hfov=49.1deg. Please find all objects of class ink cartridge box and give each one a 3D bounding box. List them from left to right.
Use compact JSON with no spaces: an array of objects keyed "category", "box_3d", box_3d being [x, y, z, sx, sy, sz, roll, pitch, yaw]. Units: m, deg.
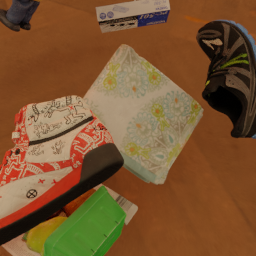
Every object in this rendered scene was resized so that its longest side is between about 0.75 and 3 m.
[{"category":"ink cartridge box","box_3d":[0.087,-1.928,4.785,1.190,0.560,0.263,-9,90,2]}]

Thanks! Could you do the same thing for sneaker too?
[{"category":"sneaker","box_3d":[-1.459,0.581,3.941,2.589,0.865,1.388,-32,69,-2]},{"category":"sneaker","box_3d":[1.754,-0.950,4.945,1.065,0.911,2.570,-13,61,-2]}]

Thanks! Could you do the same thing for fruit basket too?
[{"category":"fruit basket","box_3d":[-1.281,1.607,5.189,2.268,1.063,2.101,23,38,24]}]

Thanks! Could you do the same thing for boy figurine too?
[{"category":"boy figurine","box_3d":[-2.337,-3.737,6.962,0.896,2.781,1.729,39,28,-4]}]

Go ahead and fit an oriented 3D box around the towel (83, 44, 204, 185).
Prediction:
[{"category":"towel","box_3d":[0.240,-0.194,5.719,2.347,0.565,2.009,36,79,-16]}]
